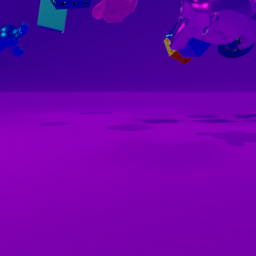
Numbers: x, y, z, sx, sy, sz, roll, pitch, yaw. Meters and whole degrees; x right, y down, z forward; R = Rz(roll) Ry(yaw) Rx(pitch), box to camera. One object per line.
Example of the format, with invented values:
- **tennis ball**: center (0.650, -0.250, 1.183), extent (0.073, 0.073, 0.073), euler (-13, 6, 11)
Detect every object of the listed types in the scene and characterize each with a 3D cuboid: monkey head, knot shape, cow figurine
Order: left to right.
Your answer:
- **monkey head**: center (-2.929, -2.144, 7.011), extent (1.139, 0.820, 0.686), euler (-41, 32, -10)
- **monkey head**: center (-0.351, -3.382, 7.150), extent (1.723, 1.038, 1.240), euler (-33, -50, 22)
- **monkey head**: center (1.437, -1.822, 4.951), extent (1.165, 1.390, 1.932), euler (40, 37, 20)
- **knot shape**: center (3.452, -3.126, 9.001), extent (1.826, 1.951, 0.902), euler (-17, 41, -41)
- **cow figurine**: center (3.218, -2.840, 7.338), extent (1.339, 0.735, 1.318), euler (39, -34, -19)

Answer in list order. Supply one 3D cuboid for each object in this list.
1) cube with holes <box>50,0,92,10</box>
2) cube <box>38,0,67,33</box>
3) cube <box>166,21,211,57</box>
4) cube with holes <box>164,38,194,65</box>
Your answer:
- **cube with holes**: center (-1.218, -3.067, 5.753), extent (0.816, 0.816, 0.816), euler (-22, -20, -36)
- **cube**: center (-2.692, -3.980, 10.015), extent (0.895, 0.895, 0.895), euler (9, 11, -17)
- **cube**: center (1.747, -2.529, 7.607), extent (0.857, 0.857, 0.857), euler (42, -4, -24)
- **cube with holes**: center (1.784, -2.701, 9.106), extent (0.768, 0.768, 0.768), euler (16, -42, -36)
